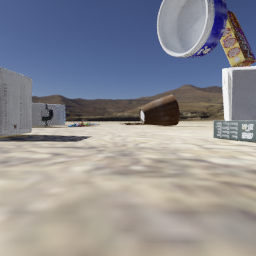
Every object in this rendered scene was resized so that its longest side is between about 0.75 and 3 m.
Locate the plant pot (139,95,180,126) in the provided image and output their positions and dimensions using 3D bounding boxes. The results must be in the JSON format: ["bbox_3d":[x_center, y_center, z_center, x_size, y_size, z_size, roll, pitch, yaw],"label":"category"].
[{"bbox_3d":[1.248,-0.625,11.787,1.430,1.336,1.336,-11,4,-15],"label":"plant pot"}]

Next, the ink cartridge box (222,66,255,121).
[{"bbox_3d":[3.048,-0.553,4.858,2.643,1.115,1.931,0,10,17],"label":"ink cartridge box"}]

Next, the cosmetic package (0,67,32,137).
[{"bbox_3d":[-2.238,-0.386,4.488,1.012,1.018,1.216,1,2,2],"label":"cosmetic package"}]

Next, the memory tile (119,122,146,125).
[{"bbox_3d":[0.491,-0.230,15.026,1.828,0.153,1.401,0,2,-17],"label":"memory tile"}]

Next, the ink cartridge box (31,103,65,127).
[{"bbox_3d":[-3.660,-0.490,10.839,1.551,0.879,2.116,1,2,23],"label":"ink cartridge box"}]

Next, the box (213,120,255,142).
[{"bbox_3d":[1.761,0.027,3.461,0.920,0.250,1.148,0,2,-16],"label":"box"}]

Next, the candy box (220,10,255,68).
[{"bbox_3d":[3.051,-2.567,8.110,0.464,1.643,0.958,-29,-12,40],"label":"candy box"}]

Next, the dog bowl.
[{"bbox_3d":[1.539,-2.644,6.941,0.691,1.754,1.754,-7,5,-33],"label":"dog bowl"}]

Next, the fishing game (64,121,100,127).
[{"bbox_3d":[-1.879,-0.187,11.666,1.235,0.268,1.724,-4,4,-29],"label":"fishing game"}]
